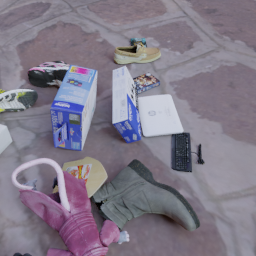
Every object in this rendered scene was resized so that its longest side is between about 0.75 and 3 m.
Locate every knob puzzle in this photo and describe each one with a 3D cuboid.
[{"bbox_3d":[-1.337,1.569,8.187,1.877,0.260,1.877,-18,39,15],"label":"knob puzzle"}]

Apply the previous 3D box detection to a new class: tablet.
[{"bbox_3d":[1.141,-0.532,10.577,1.437,0.151,2.209,-6,43,-2],"label":"tablet"}]

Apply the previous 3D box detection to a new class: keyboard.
[{"bbox_3d":[2.005,0.769,9.341,1.067,0.173,1.679,5,46,5],"label":"keyboard"}]

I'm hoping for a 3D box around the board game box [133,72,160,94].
[{"bbox_3d":[0.639,-1.916,11.992,1.242,0.215,0.842,-26,51,-23],"label":"board game box"}]

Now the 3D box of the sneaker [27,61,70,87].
[{"bbox_3d":[-2.726,-2.364,11.818,2.857,1.148,1.233,13,45,11],"label":"sneaker"}]

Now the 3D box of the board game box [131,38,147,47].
[{"bbox_3d":[0.560,-4.284,14.409,0.797,0.166,1.178,-2,45,-2],"label":"board game box"}]

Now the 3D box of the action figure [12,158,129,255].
[{"bbox_3d":[-1.090,2.183,6.452,2.008,2.232,2.998,-26,54,-25],"label":"action figure"}]

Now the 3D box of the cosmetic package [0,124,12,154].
[{"bbox_3d":[-5.004,0.263,9.405,1.829,0.776,0.984,17,46,16],"label":"cosmetic package"}]

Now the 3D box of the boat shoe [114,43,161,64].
[{"bbox_3d":[0.468,-3.570,13.262,2.307,0.766,0.854,-11,46,-11],"label":"boat shoe"}]

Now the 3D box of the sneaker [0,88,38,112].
[{"bbox_3d":[-4.786,-1.175,10.738,2.526,0.940,1.069,-15,47,-15],"label":"sneaker"}]

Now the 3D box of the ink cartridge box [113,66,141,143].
[{"bbox_3d":[-0.055,-0.866,9.910,0.573,1.219,2.593,-16,50,16],"label":"ink cartridge box"}]

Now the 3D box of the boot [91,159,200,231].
[{"bbox_3d":[0.339,2.193,7.526,1.843,0.955,2.821,-36,48,-23],"label":"boot"}]

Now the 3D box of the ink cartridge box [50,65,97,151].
[{"bbox_3d":[-1.795,-0.542,9.383,1.042,1.863,2.731,9,46,-1],"label":"ink cartridge box"}]

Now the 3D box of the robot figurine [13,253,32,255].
[{"bbox_3d":[-2.496,3.536,6.038,0.940,1.132,1.507,27,46,-9],"label":"robot figurine"}]
